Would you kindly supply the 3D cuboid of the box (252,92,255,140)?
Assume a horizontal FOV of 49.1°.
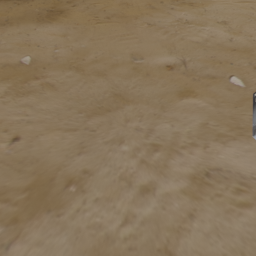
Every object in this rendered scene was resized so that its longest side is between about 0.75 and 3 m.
[{"bbox_3d":[1.633,0.104,2.845,0.935,0.226,0.740,43,42,-14],"label":"box"}]
